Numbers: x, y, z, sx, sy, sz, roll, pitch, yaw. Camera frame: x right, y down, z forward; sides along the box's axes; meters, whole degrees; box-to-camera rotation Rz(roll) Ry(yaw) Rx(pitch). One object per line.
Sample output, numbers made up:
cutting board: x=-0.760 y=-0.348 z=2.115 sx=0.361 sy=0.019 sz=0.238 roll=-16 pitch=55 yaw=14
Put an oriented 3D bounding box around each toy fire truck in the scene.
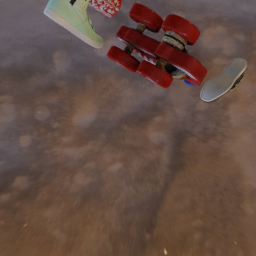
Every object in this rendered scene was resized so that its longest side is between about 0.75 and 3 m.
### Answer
toy fire truck: x=0.871 y=-1.705 z=6.701 sx=2.451 sy=2.058 sz=1.374 roll=35 pitch=101 yaw=34

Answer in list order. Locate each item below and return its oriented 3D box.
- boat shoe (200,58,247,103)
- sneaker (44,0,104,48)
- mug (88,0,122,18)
boat shoe: x=2.533 y=-1.166 z=7.401 sx=0.611 sy=0.499 sz=1.653 roll=31 pitch=69 yaw=34
sneaker: x=-0.841 y=-2.304 z=5.713 sx=0.589 sy=1.600 sz=0.944 roll=39 pitch=100 yaw=31
mug: x=-0.734 y=-3.741 z=7.811 sx=1.090 sy=1.228 sz=0.820 roll=3 pitch=74 yaw=48
